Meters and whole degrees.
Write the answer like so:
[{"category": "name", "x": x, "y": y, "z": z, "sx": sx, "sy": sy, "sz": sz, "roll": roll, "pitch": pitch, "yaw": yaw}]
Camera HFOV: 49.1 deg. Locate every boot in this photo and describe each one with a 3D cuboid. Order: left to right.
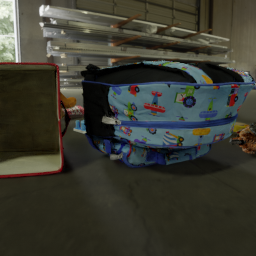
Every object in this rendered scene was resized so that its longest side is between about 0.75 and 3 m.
[{"category": "boot", "x": -2.510, "y": -1.171, "z": 10.443, "sx": 0.574, "sy": 1.167, "sz": 1.630, "roll": -9, "pitch": 29, "yaw": 20}]

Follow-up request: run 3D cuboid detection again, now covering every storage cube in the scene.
[{"category": "storage cube", "x": -2.096, "y": -0.217, "z": 5.036, "sx": 2.052, "sy": 1.754, "sz": 1.844, "roll": -3, "pitch": 9, "yaw": -14}]

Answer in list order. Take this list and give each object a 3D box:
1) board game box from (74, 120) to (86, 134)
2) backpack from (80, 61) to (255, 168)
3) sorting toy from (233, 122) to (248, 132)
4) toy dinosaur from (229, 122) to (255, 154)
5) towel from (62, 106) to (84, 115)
[{"category": "board game box", "x": 0.030, "y": -0.046, "z": 8.217, "sx": 2.419, "sy": 0.313, "sz": 2.419, "roll": -8, "pitch": 12, "yaw": -39}, {"category": "backpack", "x": 0.713, "y": -0.276, "z": 5.039, "sx": 2.487, "sy": 1.833, "sz": 2.724, "roll": -7, "pitch": 11, "yaw": -34}, {"category": "sorting toy", "x": 2.579, "y": -0.044, "z": 8.347, "sx": 1.859, "sy": 0.334, "sz": 2.495, "roll": 0, "pitch": 9, "yaw": -26}, {"category": "toy dinosaur", "x": 2.725, "y": 0.262, "z": 5.781, "sx": 1.203, "sy": 0.905, "sz": 1.772, "roll": -12, "pitch": 24, "yaw": 21}, {"category": "towel", "x": -2.920, "y": -0.669, "z": 11.966, "sx": 2.157, "sy": 0.323, "sz": 1.578, "roll": -5, "pitch": 11, "yaw": -15}]
